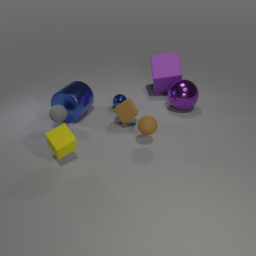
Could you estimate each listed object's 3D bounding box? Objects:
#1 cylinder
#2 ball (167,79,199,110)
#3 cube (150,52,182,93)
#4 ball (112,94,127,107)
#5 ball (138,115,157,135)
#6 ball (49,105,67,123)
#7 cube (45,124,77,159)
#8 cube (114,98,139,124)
[{"bbox_3d":[-2.376,-1.158,12.111,1.400,1.400,1.400,9,31,16],"label":"cylinder"},{"bbox_3d":[2.494,-1.496,12.692,1.400,1.400,1.400,0,30,0],"label":"ball"},{"bbox_3d":[1.927,-2.762,14.131,1.400,1.400,1.400,-6,66,6],"label":"cube"},{"bbox_3d":[-0.367,-1.217,12.942,0.700,0.700,0.700,0,30,0],"label":"ball"},{"bbox_3d":[0.693,-0.096,9.925,0.700,0.700,0.700,0,30,0],"label":"ball"},{"bbox_3d":[-2.767,-0.566,11.073,0.700,0.700,0.700,0,30,0],"label":"ball"},{"bbox_3d":[-2.115,0.428,8.900,0.700,0.700,0.700,-31,69,-24],"label":"cube"},{"bbox_3d":[-0.059,-0.713,11.442,0.700,0.700,0.700,-31,11,15],"label":"cube"}]
